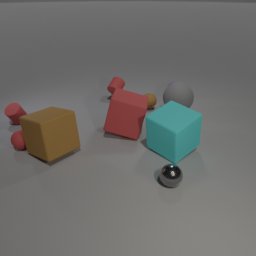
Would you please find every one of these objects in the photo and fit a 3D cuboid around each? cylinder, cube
[{"bbox_3d":[-4.820,-0.619,12.067,0.700,0.700,0.700,-6,57,9],"label":"cylinder"},{"bbox_3d":[1.607,0.110,9.923,1.400,1.400,1.400,-32,44,-30],"label":"cube"},{"bbox_3d":[-0.605,-2.143,14.326,0.700,0.700,0.700,15,62,26],"label":"cylinder"},{"bbox_3d":[-2.737,0.156,9.906,1.400,1.400,1.400,12,28,40],"label":"cube"},{"bbox_3d":[-0.063,-0.596,11.201,1.400,1.400,1.400,16,26,-1],"label":"cube"}]

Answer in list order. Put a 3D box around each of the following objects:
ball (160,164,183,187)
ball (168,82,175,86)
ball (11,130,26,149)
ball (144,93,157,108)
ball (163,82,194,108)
[{"bbox_3d":[1.311,1.437,8.501,0.700,0.700,0.700,0,28,0],"label":"ball"},{"bbox_3d":[2.403,-2.047,14.660,0.700,0.700,0.700,0,28,0],"label":"ball"},{"bbox_3d":[-3.944,0.426,10.308,0.700,0.700,0.700,0,28,0],"label":"ball"},{"bbox_3d":[1.035,-1.323,13.476,0.700,0.700,0.700,0,28,0],"label":"ball"},{"bbox_3d":[2.301,-1.394,12.837,1.400,1.400,1.400,0,28,0],"label":"ball"}]
